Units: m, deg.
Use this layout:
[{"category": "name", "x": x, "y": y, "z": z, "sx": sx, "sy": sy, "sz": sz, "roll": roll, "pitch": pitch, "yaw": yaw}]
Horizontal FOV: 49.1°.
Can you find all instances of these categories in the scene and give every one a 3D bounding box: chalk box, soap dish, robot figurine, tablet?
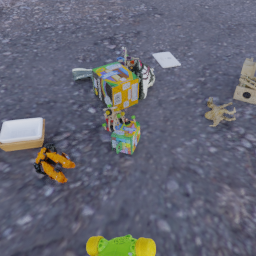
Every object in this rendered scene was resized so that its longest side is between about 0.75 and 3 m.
[{"category": "chalk box", "x": -0.114, "y": 0.406, "z": 10.520, "sx": 0.822, "sy": 0.828, "sz": 1.326, "roll": 11, "pitch": 42, "yaw": 15}, {"category": "chalk box", "x": -0.710, "y": -2.028, "z": 12.894, "sx": 1.434, "sy": 1.444, "sz": 2.314, "roll": -23, "pitch": 47, "yaw": -24}, {"category": "soap dish", "x": -4.038, "y": 0.251, "z": 10.827, "sx": 1.642, "sy": 0.667, "sz": 1.292, "roll": -7, "pitch": 41, "yaw": -8}, {"category": "robot figurine", "x": -2.571, "y": 1.208, "z": 9.602, "sx": 1.569, "sy": 0.457, "sz": 1.137, "roll": 25, "pitch": 83, "yaw": 36}, {"category": "tablet", "x": 2.214, "y": -3.968, "z": 16.186, "sx": 1.121, "sy": 0.118, "sz": 1.723, "roll": -11, "pitch": 42, "yaw": -13}]

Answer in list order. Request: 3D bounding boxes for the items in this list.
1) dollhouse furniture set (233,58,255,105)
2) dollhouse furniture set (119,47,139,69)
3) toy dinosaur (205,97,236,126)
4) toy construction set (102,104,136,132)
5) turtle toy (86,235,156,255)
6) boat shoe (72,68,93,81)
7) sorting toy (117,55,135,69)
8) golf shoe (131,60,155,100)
[{"category": "dollhouse furniture set", "x": 5.996, "y": -2.541, "z": 13.126, "sx": 1.206, "sy": 1.918, "sz": 2.169, "roll": 19, "pitch": 45, "yaw": 20}, {"category": "dollhouse furniture set", "x": 0.067, "y": -3.467, "z": 14.704, "sx": 1.288, "sy": 1.154, "sz": 1.625, "roll": -3, "pitch": 47, "yaw": -6}, {"category": "toy dinosaur", "x": 3.911, "y": -0.534, "z": 11.924, "sx": 1.241, "sy": 0.714, "sz": 2.454, "roll": -7, "pitch": 31, "yaw": 16}, {"category": "toy construction set", "x": -0.558, "y": -0.455, "z": 10.154, "sx": 1.024, "sy": 0.944, "sz": 1.228, "roll": -29, "pitch": 16, "yaw": -34}, {"category": "turtle toy", "x": -0.233, "y": 3.640, "z": 6.391, "sx": 1.808, "sy": 1.254, "sz": 2.481, "roll": -8, "pitch": 39, "yaw": 27}, {"category": "boat shoe", "x": -1.857, "y": -2.682, "z": 14.463, "sx": 2.005, "sy": 0.730, "sz": 0.619, "roll": 1, "pitch": 84, "yaw": -9}, {"category": "sorting toy", "x": 0.053, "y": -3.775, "z": 15.862, "sx": 0.978, "sy": 0.237, "sz": 1.736, "roll": -22, "pitch": 45, "yaw": -24}, {"category": "golf shoe", "x": 0.832, "y": -2.331, "z": 13.621, "sx": 1.139, "sy": 0.998, "sz": 2.585, "roll": 14, "pitch": 49, "yaw": -17}]
